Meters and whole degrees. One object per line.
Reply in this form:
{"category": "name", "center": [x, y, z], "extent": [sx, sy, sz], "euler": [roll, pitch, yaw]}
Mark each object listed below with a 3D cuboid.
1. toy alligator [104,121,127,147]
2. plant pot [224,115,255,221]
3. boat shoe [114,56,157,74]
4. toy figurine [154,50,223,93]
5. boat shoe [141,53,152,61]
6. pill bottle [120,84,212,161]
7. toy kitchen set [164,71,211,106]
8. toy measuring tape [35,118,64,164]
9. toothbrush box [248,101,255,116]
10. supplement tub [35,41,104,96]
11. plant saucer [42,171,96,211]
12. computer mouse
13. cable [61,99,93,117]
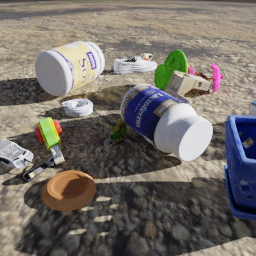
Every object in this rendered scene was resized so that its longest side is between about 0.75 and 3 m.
{"category": "toy alligator", "center": [-0.328, 0.220, 9.675], "extent": [0.359, 0.495, 1.492], "euler": [1, 32, 26]}
{"category": "plant pot", "center": [3.496, 1.074, 6.878], "extent": [2.180, 1.960, 2.180], "euler": [5, 31, 9]}
{"category": "boat shoe", "center": [0.461, -3.618, 15.743], "extent": [2.569, 0.840, 0.945], "euler": [-13, 34, -22]}
{"category": "toy figurine", "center": [3.039, -2.356, 13.265], "extent": [2.645, 2.157, 2.874], "euler": [3, 4, -22]}
{"category": "boat shoe", "center": [1.099, -4.253, 17.146], "extent": [0.498, 0.566, 1.590], "euler": [11, 28, 13]}
{"category": "pill bottle", "center": [1.194, -0.233, 9.299], "extent": [1.715, 1.715, 2.964], "euler": [-20, 37, -29]}
{"category": "toy kitchen set", "center": [2.330, -1.056, 10.645], "extent": [1.502, 1.665, 1.358], "euler": [3, 28, -35]}
{"category": "toy measuring tape", "center": [-2.512, 0.255, 9.031], "extent": [0.910, 0.910, 2.474], "euler": [-11, 26, -18]}
{"category": "toothbrush box", "center": [5.933, -0.302, 10.003], "extent": [2.580, 1.100, 1.889], "euler": [-11, 33, -20]}
{"category": "supplement tub", "center": [-2.687, -2.923, 13.378], "extent": [2.109, 2.109, 2.901], "euler": [18, 36, 27]}
{"category": "plant saucer", "center": [-1.603, 1.619, 7.617], "extent": [1.454, 0.272, 1.454], "euler": [0, 32, 0]}
{"category": "computer mouse", "center": [-3.329, 0.961, 8.582], "extent": [2.060, 0.452, 1.130], "euler": [22, 41, 22]}
{"category": "cable", "center": [-2.030, -0.832, 11.569], "extent": [1.158, 0.401, 1.158], "euler": [28, 39, 37]}
